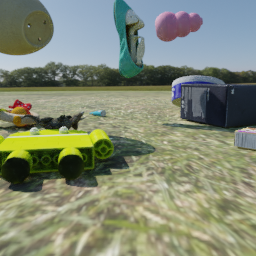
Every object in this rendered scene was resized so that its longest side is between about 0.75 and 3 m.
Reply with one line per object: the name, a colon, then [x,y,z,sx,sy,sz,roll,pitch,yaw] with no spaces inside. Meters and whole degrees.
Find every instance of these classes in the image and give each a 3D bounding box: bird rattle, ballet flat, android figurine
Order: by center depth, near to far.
android figurine: [-1.385,0.330,4.887,2.179,0.491,2.393,-2,11,-11]
bird rattle: [-3.525,-0.351,8.849,1.558,1.076,1.911,17,3,25]
ballet flat: [0.153,-3.261,9.903,1.027,2.919,0.983,-6,-2,36]

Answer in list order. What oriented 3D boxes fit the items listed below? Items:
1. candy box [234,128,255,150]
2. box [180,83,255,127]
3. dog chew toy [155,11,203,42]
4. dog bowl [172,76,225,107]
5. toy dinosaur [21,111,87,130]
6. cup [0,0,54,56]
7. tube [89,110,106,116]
candy box: [2.920,0.257,5.656,1.292,0.365,0.754,10,13,41]
box: [3.322,-0.863,9.571,2.205,1.317,2.242,-5,10,-27]
dog chew toy: [1.961,-3.956,10.774,1.774,1.105,1.105,-5,8,13]
dog bowl: [3.238,-1.573,13.005,2.401,0.946,2.401,6,-10,1]
toy dinosaur: [-2.005,-0.099,7.631,1.694,0.652,0.866,-6,-2,-2]
cup: [-2.805,-2.788,7.594,1.353,1.892,1.892,25,22,31]
tube: [-1.242,-0.611,11.572,0.384,0.250,0.991,4,1,-31]
